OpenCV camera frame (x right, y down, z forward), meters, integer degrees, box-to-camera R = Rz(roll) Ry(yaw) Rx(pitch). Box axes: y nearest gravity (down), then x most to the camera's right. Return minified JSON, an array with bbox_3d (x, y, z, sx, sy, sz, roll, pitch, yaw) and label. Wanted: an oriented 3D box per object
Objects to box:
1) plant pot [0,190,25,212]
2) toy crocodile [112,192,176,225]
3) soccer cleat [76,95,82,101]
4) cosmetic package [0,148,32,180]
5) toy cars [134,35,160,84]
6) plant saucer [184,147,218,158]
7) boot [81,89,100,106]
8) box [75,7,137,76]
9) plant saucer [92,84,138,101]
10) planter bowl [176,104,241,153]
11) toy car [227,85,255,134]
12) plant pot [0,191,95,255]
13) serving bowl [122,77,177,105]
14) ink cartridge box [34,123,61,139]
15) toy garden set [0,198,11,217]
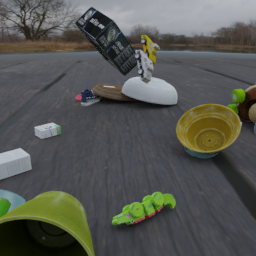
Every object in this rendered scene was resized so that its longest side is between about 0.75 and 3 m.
[{"bbox_3d":[-2.268,1.594,5.048,0.770,0.756,0.754,7,29,-25],"label":"plant pot"},{"bbox_3d":[0.328,1.630,5.579,1.417,0.437,0.478,-15,-16,-34],"label":"toy crocodile"},{"bbox_3d":[-2.350,-1.650,15.078,1.044,0.348,0.399,-21,-9,-29],"label":"soccer cleat"},{"bbox_3d":[-3.264,0.984,7.290,1.273,0.454,0.646,-16,25,-38],"label":"cosmetic package"},{"bbox_3d":[0.875,-2.949,11.567,0.610,1.236,2.757,-16,34,27],"label":"toy cars"},{"bbox_3d":[2.248,0.695,8.596,1.021,0.140,1.021,0,20,0],"label":"plant saucer"},{"bbox_3d":[-1.896,-1.683,14.406,0.604,0.750,1.660,6,20,16],"label":"boot"},{"bbox_3d":[-0.816,-3.638,11.850,1.032,2.396,1.962,-44,49,2],"label":"box"},{"bbox_3d":[-0.670,-1.971,15.174,2.590,0.381,2.590,9,18,-3],"label":"plant saucer"},{"bbox_3d":[2.450,0.192,8.507,1.844,0.768,1.844,-12,46,13],"label":"planter bowl"},{"bbox_3d":[5.041,-0.471,10.734,1.680,1.614,2.046,-5,49,-5],"label":"toy car"},{"bbox_3d":[-1.189,1.680,4.006,1.635,1.635,1.575,-1,8,-2],"label":"plant pot"},{"bbox_3d":[1.185,-2.059,14.384,2.935,0.965,2.935,10,17,-3],"label":"serving bowl"},{"bbox_3d":[-2.868,0.096,10.005,0.755,0.330,0.548,-19,28,-40],"label":"ink cartridge box"},{"bbox_3d":[-2.977,1.818,3.944,2.114,0.422,1.763,-16,30,10],"label":"toy garden set"}]
